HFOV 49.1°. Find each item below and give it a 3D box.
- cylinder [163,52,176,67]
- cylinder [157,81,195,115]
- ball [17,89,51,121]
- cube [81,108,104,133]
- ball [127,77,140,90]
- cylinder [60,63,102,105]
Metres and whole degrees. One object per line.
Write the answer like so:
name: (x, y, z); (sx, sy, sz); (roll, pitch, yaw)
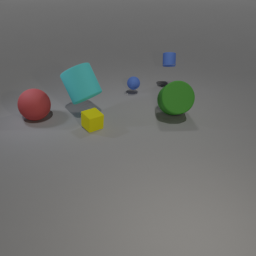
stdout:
cylinder: (2.243, -3.714, 15.229); (0.700, 0.700, 0.700); (1, 5, 0)
cylinder: (2.070, -1.290, 12.307); (1.400, 1.400, 1.400); (-1, 1, -2)
ball: (-4.124, -1.030, 12.346); (1.400, 1.400, 1.400); (0, 29, 0)
cube: (-1.489, -0.330, 11.709); (0.700, 0.700, 0.700); (-20, 42, -33)
ball: (0.298, -2.416, 15.072); (0.700, 0.700, 0.700); (0, 29, 0)
cylinder: (-2.047, -1.938, 12.293); (1.400, 1.400, 1.400); (-25, 5, 2)
